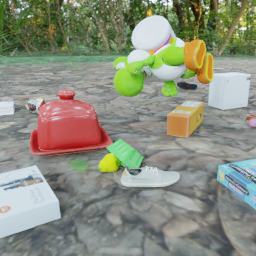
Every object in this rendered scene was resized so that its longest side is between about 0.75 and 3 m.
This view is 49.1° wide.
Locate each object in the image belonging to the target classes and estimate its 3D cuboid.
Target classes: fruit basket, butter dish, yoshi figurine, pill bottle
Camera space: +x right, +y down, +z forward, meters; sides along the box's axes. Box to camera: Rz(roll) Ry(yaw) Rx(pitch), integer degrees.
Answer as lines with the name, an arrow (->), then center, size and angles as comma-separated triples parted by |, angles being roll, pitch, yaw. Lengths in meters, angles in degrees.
fruit basket -> -0.262, 0.901, 7.647 | 1.112, 0.802, 1.112 | -30, 36, 24
butter dish -> -1.957, -0.332, 9.172 | 2.528, 1.874, 2.535 | -6, 20, -15
yoshi figurine -> 0.695, -1.387, 7.303 | 2.726, 1.532, 1.526 | 3, 26, 36
pill bottle -> 1.445, -3.081, 11.650 | 1.556, 1.556, 2.985 | 13, -15, 33

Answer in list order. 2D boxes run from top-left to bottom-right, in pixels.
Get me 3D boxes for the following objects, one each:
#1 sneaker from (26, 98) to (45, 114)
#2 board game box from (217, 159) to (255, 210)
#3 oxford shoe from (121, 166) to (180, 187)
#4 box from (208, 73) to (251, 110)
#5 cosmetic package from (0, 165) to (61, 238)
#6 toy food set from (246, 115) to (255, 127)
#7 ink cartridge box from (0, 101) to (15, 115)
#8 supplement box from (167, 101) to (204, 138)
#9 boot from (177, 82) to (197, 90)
sneaker -> -4.217, -0.920, 12.871 | 0.836, 0.792, 2.035 | -13, 13, -22
board game box -> 3.394, 1.240, 6.741 | 1.896, 0.445, 1.431 | -6, 20, -18
oxford shoe -> 0.570, 1.175, 6.972 | 1.503, 0.434, 0.565 | 0, 15, -8
box -> 5.095, -1.894, 14.134 | 1.667, 1.676, 1.095 | -8, 18, -23
cosmetic package -> -2.404, 1.492, 5.975 | 1.385, 0.475, 1.838 | -14, 23, -29
toy food set -> 5.494, -0.300, 11.493 | 1.341, 0.332, 2.109 | 1, 19, 4
ink cartridge box -> -5.796, -0.956, 13.359 | 0.667, 0.393, 1.159 | -6, 20, -18
supplement box -> 2.328, -0.414, 11.059 | 0.869, 0.841, 2.527 | 8, 19, 28
boot -> 3.948, -2.847, 18.992 | 1.381, 0.516, 0.670 | 10, 8, 0
